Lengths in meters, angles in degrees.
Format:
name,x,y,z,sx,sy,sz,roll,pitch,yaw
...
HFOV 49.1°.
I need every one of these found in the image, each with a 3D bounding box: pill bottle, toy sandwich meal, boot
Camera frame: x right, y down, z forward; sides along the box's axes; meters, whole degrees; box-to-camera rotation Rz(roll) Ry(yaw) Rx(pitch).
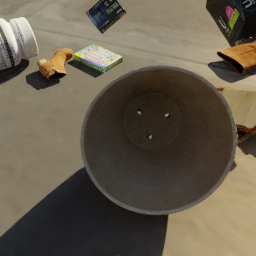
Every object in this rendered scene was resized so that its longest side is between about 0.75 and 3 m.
name,x,y,z,sx,sy,sz,roll,pitch,yaw
pill bottle,-4.669,-2.711,9.425,2.842,1.618,1.618,-25,49,-23
toy sandwich meal,2.503,-0.446,7.365,2.147,0.735,2.147,-6,59,10
boot,-2.358,-2.186,9.670,1.399,0.537,1.086,-25,49,-22
boot,4.540,-3.077,10.616,2.655,0.909,2.500,-21,55,-11

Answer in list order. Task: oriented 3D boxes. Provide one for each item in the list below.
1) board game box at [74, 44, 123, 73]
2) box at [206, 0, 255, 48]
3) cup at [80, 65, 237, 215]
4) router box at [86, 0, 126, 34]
name,x,y,z,sx,sy,sz,roll,pitch,yaw
board game box,-1.103,-2.586,10.314,1.527,0.222,1.028,30,51,27
box,2.739,-2.813,5.607,1.945,1.445,1.209,-29,80,7
cup,0.578,0.057,6.088,2.869,2.869,2.052,1,15,1
router box,-0.515,-2.676,6.521,0.767,0.238,0.575,-39,85,11
